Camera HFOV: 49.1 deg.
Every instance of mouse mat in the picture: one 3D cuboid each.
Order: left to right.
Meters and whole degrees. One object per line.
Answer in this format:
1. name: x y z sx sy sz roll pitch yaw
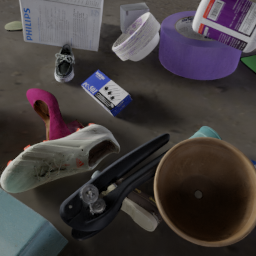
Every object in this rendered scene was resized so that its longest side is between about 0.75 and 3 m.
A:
1. mouse mat: 5.632 -2.145 9.904 2.709 0.102 2.180 -13 46 -12

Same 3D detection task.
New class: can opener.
1. can opener: -0.079 0.999 5.630 2.898 1.139 0.919 -40 77 -23

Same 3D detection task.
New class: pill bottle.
1. pill bottle: 3.179 -3.067 8.195 2.317 1.303 1.303 27 49 10

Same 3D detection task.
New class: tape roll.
1. tape roll: 2.576 -3.021 9.983 2.885 1.226 2.885 1 45 -1

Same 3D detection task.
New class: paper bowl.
1. paper bowl: 0.357 -2.927 9.359 1.707 0.888 1.707 -38 26 22

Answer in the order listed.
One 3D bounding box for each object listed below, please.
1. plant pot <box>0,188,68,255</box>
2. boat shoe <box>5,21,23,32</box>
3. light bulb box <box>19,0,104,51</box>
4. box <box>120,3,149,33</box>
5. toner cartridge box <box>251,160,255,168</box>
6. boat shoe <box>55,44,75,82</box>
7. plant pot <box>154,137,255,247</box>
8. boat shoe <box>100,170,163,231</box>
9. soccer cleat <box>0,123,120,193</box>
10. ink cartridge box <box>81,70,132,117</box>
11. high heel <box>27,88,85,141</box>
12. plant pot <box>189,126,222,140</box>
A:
1. plant pot: -2.025 2.039 4.856 1.224 1.227 1.250 24 60 23
2. boat shoe: -4.428 -4.238 11.816 1.411 0.442 0.516 -16 64 -17
3. light bulb box: -2.401 -4.558 10.903 2.786 1.739 2.761 6 43 -6
4. box: 0.266 -4.498 11.603 1.076 1.070 0.703 -9 45 -9
5. toner cartridge box: 3.302 1.416 5.964 2.107 0.455 1.001 19 47 18
6. boat shoe: -2.160 -2.281 9.649 0.670 0.619 1.813 1 44 1
7. plant pot: 1.494 1.254 5.561 2.006 0.926 2.006 0 70 1
8. boat shoe: 0.012 1.410 5.891 1.714 0.616 0.510 34 48 25
9. soccer cleat: -1.443 0.709 6.348 2.745 0.951 1.065 -27 45 -30
10. ink cartridge box: -0.669 -1.075 8.428 0.746 0.351 1.586 -43 55 -7
11. high heel: -2.253 -0.281 7.418 2.361 0.796 1.135 34 43 26
12. plant pot: 1.622 0.590 6.550 0.945 0.965 0.965 -27 50 -14
